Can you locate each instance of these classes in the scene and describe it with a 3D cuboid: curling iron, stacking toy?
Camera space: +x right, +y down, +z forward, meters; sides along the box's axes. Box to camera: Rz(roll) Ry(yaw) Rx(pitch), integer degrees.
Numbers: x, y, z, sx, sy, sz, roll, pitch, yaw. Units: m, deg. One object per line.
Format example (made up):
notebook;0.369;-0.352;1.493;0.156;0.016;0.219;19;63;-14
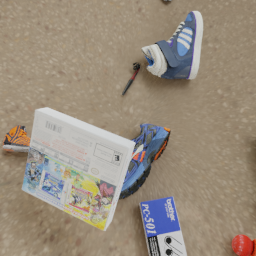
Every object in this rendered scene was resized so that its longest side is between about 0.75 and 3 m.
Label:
curling iron;0.092;-1.860;10.558;0.367;0.189;1.480;32;74;-27
stacking toy;4.250;3.720;8.261;2.277;0.972;0.972;13;71;8

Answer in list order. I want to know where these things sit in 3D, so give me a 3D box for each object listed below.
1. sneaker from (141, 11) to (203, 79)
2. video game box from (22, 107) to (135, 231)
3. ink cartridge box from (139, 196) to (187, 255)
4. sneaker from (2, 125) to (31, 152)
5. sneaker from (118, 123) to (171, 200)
sneaker;1.595;-3.230;10.535;2.114;1.163;2.887;7;76;-2
video game box;-1.309;0.989;6.946;2.538;0.594;2.312;22;107;15
ink cartridge box;1.095;3.361;8.566;1.083;0.509;2.303;-9;71;-4
sneaker;-3.468;0.351;9.576;1.592;0.617;0.892;4;72;1
sneaker;0.265;1.044;9.215;1.150;1.105;2.933;28;65;19
